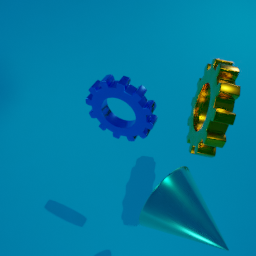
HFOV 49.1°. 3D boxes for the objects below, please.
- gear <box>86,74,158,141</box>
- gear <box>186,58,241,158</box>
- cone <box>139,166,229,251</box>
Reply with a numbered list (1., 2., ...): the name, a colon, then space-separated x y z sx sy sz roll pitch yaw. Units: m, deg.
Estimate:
1. gear: -0.118 -0.305 4.684 1.217 1.217 0.225 24 49 10
2. gear: 1.623 -0.378 5.561 0.350 1.891 1.891 12 67 -1
3. cone: 0.953 1.338 4.016 1.132 1.132 1.136 -42 57 -17
